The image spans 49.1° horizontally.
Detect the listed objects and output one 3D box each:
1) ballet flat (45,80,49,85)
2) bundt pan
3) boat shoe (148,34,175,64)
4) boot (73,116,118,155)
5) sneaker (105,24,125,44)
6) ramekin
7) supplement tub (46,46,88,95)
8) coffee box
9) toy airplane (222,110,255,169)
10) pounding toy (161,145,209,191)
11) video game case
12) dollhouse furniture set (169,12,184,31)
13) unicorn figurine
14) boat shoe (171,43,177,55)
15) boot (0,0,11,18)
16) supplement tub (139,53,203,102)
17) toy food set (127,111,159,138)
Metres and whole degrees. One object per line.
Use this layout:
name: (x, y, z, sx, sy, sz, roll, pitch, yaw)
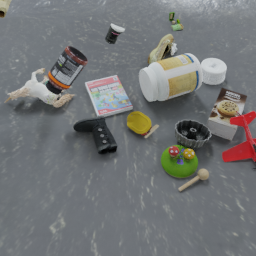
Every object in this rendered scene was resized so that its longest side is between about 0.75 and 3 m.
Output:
ballet flat: (-3.270, -2.004, 12.479, 0.464, 0.444, 1.319, -6, 17, 34)
bundt pan: (2.413, 0.274, 10.612, 1.384, 0.520, 1.384, 5, 35, -3)
boat shoe: (1.766, -3.839, 13.945, 0.671, 0.784, 2.140, 28, 66, 19)
boot: (-1.269, 0.352, 10.726, 1.335, 0.532, 1.619, -18, 58, -11)
sneaker: (-0.510, -3.485, 10.536, 0.515, 0.722, 1.457, 17, 18, -17)
ramekin: (3.937, -2.680, 13.050, 1.297, 0.632, 1.297, 0, 52, 0)
supplement tub: (-2.255, -2.008, 10.027, 0.910, 1.701, 0.910, 36, 22, -17)
coffee box: (3.954, -0.600, 11.275, 1.105, 0.780, 1.955, 20, 54, 16)
toy airplane: (4.467, 0.370, 10.229, 2.314, 0.426, 2.314, 0, 81, 1)
pounding toy: (1.955, 1.140, 9.858, 1.339, 0.805, 1.735, -20, 53, -15)
video game case: (-0.879, -1.435, 12.331, 1.547, 0.189, 2.164, -16, 53, -12)
dollhouse furniture set: (2.699, -6.047, 15.864, 0.612, 0.473, 1.224, -11, 52, -8)
unicorn figurine: (-3.796, -1.632, 11.979, 2.643, 0.976, 1.815, 19, 53, 15)
boat shoe: (2.370, -4.044, 14.380, 0.321, 0.338, 0.938, 5, 42, 5)
boot: (-4.407, -4.168, 9.774, 0.950, 0.346, 0.738, -4, 68, 44)
supplement tub: (1.794, -2.117, 11.929, 2.297, 1.662, 1.662, -18, 53, -14)
toy food set: (0.557, -0.093, 11.154, 1.340, 0.438, 0.789, 38, 84, 28)
